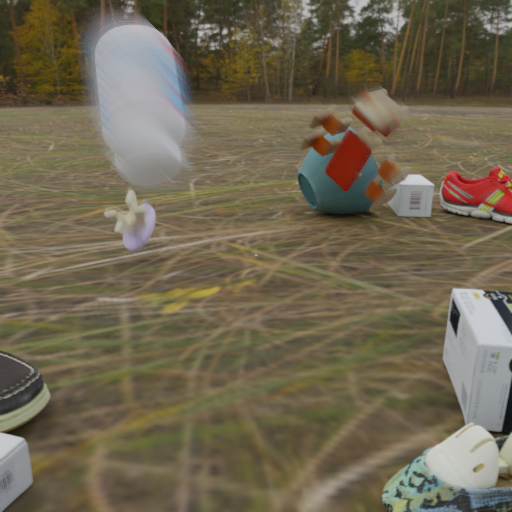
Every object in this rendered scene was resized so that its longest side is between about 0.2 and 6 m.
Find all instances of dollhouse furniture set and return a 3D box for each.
[{"bbox_3d":[1.633,-1.782,9.083,1.741,1.722,0.897,45,52,16],"label":"dollhouse furniture set"}]

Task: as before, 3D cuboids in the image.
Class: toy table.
[{"bbox_3d":[-1.829,-0.529,8.285,0.727,0.463,0.791,-15,53,19],"label":"toy table"}]

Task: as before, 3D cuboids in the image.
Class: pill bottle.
[{"bbox_3d":[-0.977,-1.268,4.761,0.685,1.261,0.685,-10,-24,-4],"label":"pill bottle"}]

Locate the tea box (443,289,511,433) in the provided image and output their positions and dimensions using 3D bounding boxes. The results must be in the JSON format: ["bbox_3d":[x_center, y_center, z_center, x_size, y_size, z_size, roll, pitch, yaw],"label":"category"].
[{"bbox_3d":[2.304,0.867,4.752,1.161,0.789,1.181,3,19,9],"label":"tea box"}]

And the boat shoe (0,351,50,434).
[{"bbox_3d":[-2.941,0.867,4.680,2.579,0.836,0.944,5,19,16],"label":"boat shoe"}]

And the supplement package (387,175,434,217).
[{"bbox_3d":[3.090,-1.230,11.278,0.664,0.662,1.132,1,19,2],"label":"supplement package"}]

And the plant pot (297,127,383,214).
[{"bbox_3d":[1.491,-1.500,10.876,1.163,1.727,1.727,-26,24,-9],"label":"plant pot"}]

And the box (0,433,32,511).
[{"bbox_3d":[-2.896,1.512,3.398,2.354,0.428,1.699,5,19,18],"label":"box"}]

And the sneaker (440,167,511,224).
[{"bbox_3d":[4.647,-1.179,10.598,2.320,0.985,0.894,11,21,30],"label":"sneaker"}]

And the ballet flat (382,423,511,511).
[{"bbox_3d":[1.616,1.342,3.710,1.656,0.615,0.615,-5,19,-15],"label":"ballet flat"}]
